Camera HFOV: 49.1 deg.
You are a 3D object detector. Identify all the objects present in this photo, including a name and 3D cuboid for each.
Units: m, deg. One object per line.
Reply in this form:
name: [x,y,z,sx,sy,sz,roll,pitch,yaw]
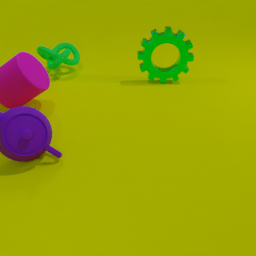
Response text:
teapot: [-2.243,0.096,5.919,1.213,1.951,0.955,-59,21,-13]
knot shape: [-2.367,-2.598,9.990,1.414,0.698,1.511,-23,39,-37]
gear: [1.211,-2.334,9.090,1.785,1.785,0.330,0,35,0]
cylinder: [-3.001,-1.297,7.764,1.183,1.183,1.183,-28,30,19]
